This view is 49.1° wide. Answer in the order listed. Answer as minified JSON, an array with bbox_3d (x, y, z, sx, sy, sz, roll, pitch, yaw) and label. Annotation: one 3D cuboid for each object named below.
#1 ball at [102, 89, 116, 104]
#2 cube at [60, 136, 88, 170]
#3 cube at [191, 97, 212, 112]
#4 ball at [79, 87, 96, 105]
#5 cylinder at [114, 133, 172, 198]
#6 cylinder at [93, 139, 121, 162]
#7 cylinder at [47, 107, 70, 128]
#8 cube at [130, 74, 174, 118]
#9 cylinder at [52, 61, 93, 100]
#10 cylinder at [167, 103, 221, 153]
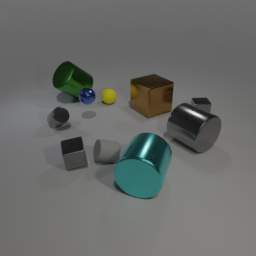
[{"bbox_3d":[-0.912,-1.513,13.353,0.700,0.700,0.700,0,30,0],"label":"ball"},{"bbox_3d":[-1.733,0.808,9.015,0.700,0.700,0.700,-13,41,-10],"label":"cube"},{"bbox_3d":[3.178,-0.882,12.287,0.700,0.700,0.700,-2,30,-3],"label":"cube"},{"bbox_3d":[-1.659,-1.298,11.414,0.700,0.700,0.700,0,30,0],"label":"ball"},{"bbox_3d":[0.471,1.059,8.166,1.400,1.400,1.400,10,31,16],"label":"cylinder"},{"bbox_3d":[-0.703,0.751,9.231,0.700,0.700,0.700,9,24,-27],"label":"cylinder"},{"bbox_3d":[-2.789,-0.421,11.194,0.700,0.700,0.700,-25,0,-37],"label":"cylinder"},{"bbox_3d":[1.051,-1.475,12.606,1.400,1.400,1.400,-18,34,-29],"label":"cube"},{"bbox_3d":[-2.615,-2.243,13.351,1.400,1.400,1.400,31,3,42],"label":"cylinder"},{"bbox_3d":[2.363,-0.033,10.083,1.400,1.400,1.400,-22,36,-33],"label":"cylinder"}]
